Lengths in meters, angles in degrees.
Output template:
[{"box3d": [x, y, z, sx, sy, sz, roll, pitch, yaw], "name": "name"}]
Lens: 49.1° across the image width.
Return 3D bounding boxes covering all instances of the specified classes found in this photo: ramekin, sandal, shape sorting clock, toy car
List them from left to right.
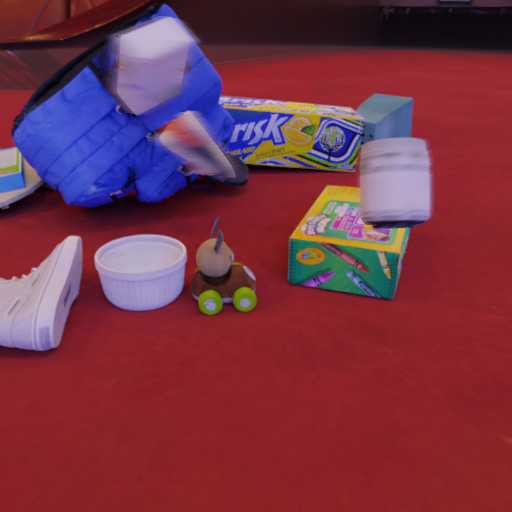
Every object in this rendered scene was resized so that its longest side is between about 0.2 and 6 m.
[{"box3d": [-6.118, -1.541, 11.987, 3.368, 0.661, 3.368, -5, 29, 3], "name": "shape sorting clock"}, {"box3d": [-1.665, 0.254, 8.239, 1.311, 0.688, 1.311, -1, 25, 0], "name": "ramekin"}, {"box3d": [-1.481, -2.005, 12.920, 3.003, 0.677, 1.128, 16, 36, 22], "name": "sandal"}, {"box3d": [-0.478, 0.074, 8.016, 0.944, 1.197, 0.983, -5, 26, -9], "name": "toy car"}]

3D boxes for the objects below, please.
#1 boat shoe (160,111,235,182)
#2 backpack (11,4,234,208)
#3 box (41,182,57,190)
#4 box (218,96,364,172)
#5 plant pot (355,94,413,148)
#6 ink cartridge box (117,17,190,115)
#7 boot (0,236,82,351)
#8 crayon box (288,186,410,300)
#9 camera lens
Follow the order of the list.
[{"box3d": [-0.832, -1.521, 8.420, 0.559, 1.788, 0.636, -39, 68, 5], "name": "boat shoe"}, {"box3d": [-2.543, -2.468, 10.909, 3.733, 3.132, 3.033, -38, 7, -8], "name": "backpack"}, {"box3d": [-4.896, -2.067, 13.406, 2.160, 0.448, 1.286, 13, 28, 30], "name": "box"}, {"box3d": [0.342, -3.094, 13.985, 4.322, 1.390, 1.514, 3, 25, -6], "name": "box"}, {"box3d": [3.478, -3.735, 16.040, 1.261, 1.260, 1.784, 19, 38, 35], "name": "plant pot"}, {"box3d": [-1.589, -2.891, 8.582, 0.911, 1.253, 0.548, -36, 82, -26], "name": "ink cartridge box"}, {"box3d": [-3.117, 0.392, 7.699, 1.144, 0.880, 2.393, 3, 26, -7], "name": "boot"}, {"box3d": [1.665, -0.352, 9.362, 1.631, 0.800, 2.746, 8, 27, 17], "name": "crayon box"}, {"box3d": [1.430, -0.726, 5.803, 0.696, 0.870, 0.696, -1, 0, 0], "name": "camera lens"}]
